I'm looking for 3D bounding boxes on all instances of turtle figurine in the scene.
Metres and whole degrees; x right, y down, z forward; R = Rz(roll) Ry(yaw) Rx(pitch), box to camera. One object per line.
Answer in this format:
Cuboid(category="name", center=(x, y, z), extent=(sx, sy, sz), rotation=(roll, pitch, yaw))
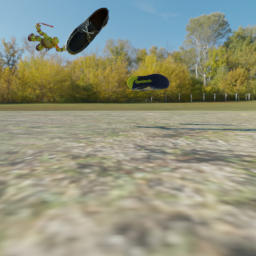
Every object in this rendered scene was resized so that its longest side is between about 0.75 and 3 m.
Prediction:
Cuboid(category="turtle figurine", center=(-3.233, -3.441, 11.395), extent=(1.610, 0.643, 1.996), rotation=(8, -17, 37))

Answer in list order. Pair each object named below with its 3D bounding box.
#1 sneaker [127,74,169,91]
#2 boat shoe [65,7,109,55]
Cuboid(category="sneaker", center=(0.852, -1.902, 11.870), extent=(1.777, 0.657, 0.731), rotation=(0, -6, -2))
Cuboid(category="boat shoe", center=(-1.535, -3.680, 10.560), extent=(0.804, 2.238, 0.757), rotation=(43, -14, -14))
